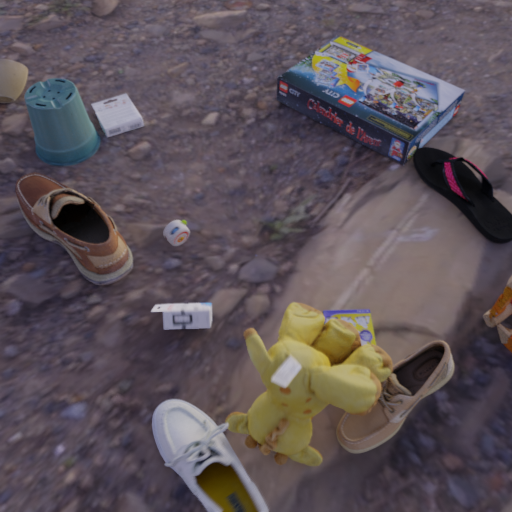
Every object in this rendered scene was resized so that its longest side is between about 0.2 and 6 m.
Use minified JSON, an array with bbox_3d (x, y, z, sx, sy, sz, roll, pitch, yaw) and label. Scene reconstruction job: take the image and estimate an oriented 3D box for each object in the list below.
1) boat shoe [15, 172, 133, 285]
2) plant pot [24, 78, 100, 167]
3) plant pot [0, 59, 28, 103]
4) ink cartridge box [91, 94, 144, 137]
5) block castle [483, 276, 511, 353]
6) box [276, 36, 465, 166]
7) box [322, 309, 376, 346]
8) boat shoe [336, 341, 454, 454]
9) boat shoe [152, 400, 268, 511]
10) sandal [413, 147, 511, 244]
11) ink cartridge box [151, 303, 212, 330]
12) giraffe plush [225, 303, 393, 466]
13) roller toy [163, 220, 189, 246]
[{"bbox_3d":[-3.475,-0.782,10.495,3.184,1.143,1.206,35,60,24],"label":"boat shoe"},{"bbox_3d":[-4.212,-2.913,12.016,1.433,1.403,1.433,0,53,0],"label":"plant pot"},{"bbox_3d":[-6.011,-4.071,13.239,1.163,1.163,0.781,-3,89,-2],"label":"plant pot"},{"bbox_3d":[-3.239,-3.278,13.047,0.906,0.282,1.126,-22,51,-16],"label":"ink cartridge box"},{"bbox_3d":[4.892,1.137,8.766,1.062,1.513,2.264,-30,59,-23],"label":"block castle"},{"bbox_3d":[2.617,-3.760,13.125,3.595,0.678,2.456,34,59,24],"label":"box"},{"bbox_3d":[1.544,1.558,9.183,0.835,0.344,1.424,-2,54,-1],"label":"box"},{"bbox_3d":[2.022,2.032,8.338,2.153,0.695,0.767,-40,53,-9],"label":"boat shoe"},{"bbox_3d":[-0.667,2.838,7.656,0.945,1.091,2.559,-25,54,-22],"label":"boat shoe"},{"bbox_3d":[4.293,-1.429,11.332,1.048,0.629,2.791,-23,55,-17],"label":"sandal"},{"bbox_3d":[-1.245,1.014,9.437,0.970,0.329,0.563,-1,7,-1],"label":"ink cartridge box"},{"bbox_3d":[0.604,2.029,7.998,1.952,1.835,2.262,37,31,31],"label":"giraffe plush"},{"bbox_3d":[-1.488,-0.413,10.515,0.437,0.479,0.335,-19,56,-45],"label":"roller toy"}]
